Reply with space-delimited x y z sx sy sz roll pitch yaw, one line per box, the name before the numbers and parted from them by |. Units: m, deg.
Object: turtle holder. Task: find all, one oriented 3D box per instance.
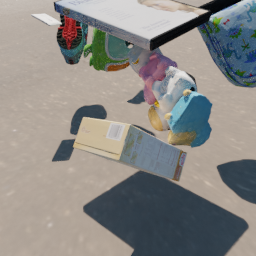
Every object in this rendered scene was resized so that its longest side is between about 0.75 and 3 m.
turtle holder | -0.410 -2.803 8.655 1.559 1.668 2.195 7 69 2

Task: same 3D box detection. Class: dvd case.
dvd case | 0.058 -2.629 6.294 2.943 0.258 2.100 32 51 30

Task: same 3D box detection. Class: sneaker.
sneaker | -1.929 -3.374 9.934 1.070 1.289 2.698 7 58 0

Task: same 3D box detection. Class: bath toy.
bath toy | 0.754 -0.854 5.825 1.047 1.232 2.833 24 29 -34

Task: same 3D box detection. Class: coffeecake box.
coffeecake box | 0.067 0.379 4.787 1.185 0.564 1.543 9 -13 46

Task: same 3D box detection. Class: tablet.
tablet | -2.375 -3.192 8.234 0.613 0.064 0.942 29 25 -4

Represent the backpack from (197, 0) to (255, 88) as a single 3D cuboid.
backpack | 2.953 -2.196 7.079 1.997 2.448 1.882 -19 13 9
